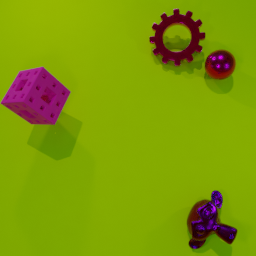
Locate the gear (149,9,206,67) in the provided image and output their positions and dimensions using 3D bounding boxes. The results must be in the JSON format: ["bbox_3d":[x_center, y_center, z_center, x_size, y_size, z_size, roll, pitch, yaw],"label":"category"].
[{"bbox_3d":[1.633,-2.988,9.340,1.790,0.331,1.790,1,96,10],"label":"gear"}]

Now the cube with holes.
[{"bbox_3d":[-2.559,-0.859,7.855,1.123,1.123,1.123,1,60,38],"label":"cube with holes"}]

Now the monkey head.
[{"bbox_3d":[2.237,2.570,7.523,1.270,1.064,1.765,25,85,20],"label":"monkey head"}]

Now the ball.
[{"bbox_3d":[2.979,-2.044,9.062,0.974,0.974,0.974,0,72,0],"label":"ball"}]
